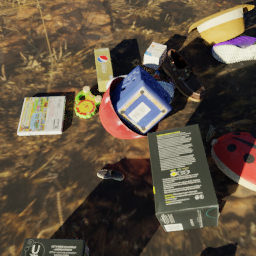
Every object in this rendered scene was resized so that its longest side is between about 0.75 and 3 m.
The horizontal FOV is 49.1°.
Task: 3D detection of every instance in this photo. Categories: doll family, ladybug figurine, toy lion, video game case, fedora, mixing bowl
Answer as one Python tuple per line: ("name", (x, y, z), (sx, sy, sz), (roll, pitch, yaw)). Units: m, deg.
("doll family", (1.403, -1.784, 11.482), (1.115, 0.503, 0.692), (25, 43, -13))
("ladybug figurine", (4.074, 0.972, 8.991), (2.830, 1.018, 1.921), (22, 54, 13))
("toy lion", (-1.630, -0.949, 10.932), (1.123, 0.402, 1.172), (-41, 63, -17))
("video game case", (-3.242, -0.493, 10.662), (1.589, 0.200, 1.746), (-2, 54, -2))
("fedora", (4.270, -4.528, 12.689), (2.960, 2.960, 1.207), (-21, 98, -15))
("mixing bowl", (-0.143, -0.499, 9.748), (2.289, 1.240, 2.289), (27, 48, -34))

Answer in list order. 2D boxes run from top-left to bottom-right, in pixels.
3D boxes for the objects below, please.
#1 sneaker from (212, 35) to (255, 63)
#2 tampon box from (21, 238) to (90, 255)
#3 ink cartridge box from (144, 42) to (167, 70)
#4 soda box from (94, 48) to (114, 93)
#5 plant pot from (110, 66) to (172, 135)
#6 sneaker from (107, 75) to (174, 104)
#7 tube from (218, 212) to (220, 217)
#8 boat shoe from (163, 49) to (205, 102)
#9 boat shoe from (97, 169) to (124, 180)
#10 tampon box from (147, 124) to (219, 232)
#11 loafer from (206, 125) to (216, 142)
("sneaker", (4.877, -3.683, 12.680), (2.545, 0.885, 1.266), (-4, 49, -9))
("tampon box", (-1.819, 3.863, 6.739), (1.517, 1.278, 2.024), (2, 53, 1))
("ink cartridge box", (1.203, -3.178, 12.344), (0.688, 0.676, 0.935), (22, 56, 15))
("soda box", (-1.003, -2.455, 11.803), (0.651, 0.688, 2.032), (-6, 54, -5))
("plant pot", (0.404, -0.821, 9.251), (1.630, 1.630, 1.465), (-42, 22, 18))
("sneaker", (0.480, -1.415, 10.782), (2.652, 0.969, 0.939), (3, 36, 1))
("tube", (2.377, 2.480, 8.467), (0.760, 0.197, 0.220), (23, 18, 22))
("boat shoe", (2.272, -2.195, 11.427), (0.902, 0.901, 2.563), (-15, 56, -31))
("boat shoe", (-0.567, 1.489, 9.124), (0.895, 0.290, 0.322), (11, 54, 8))
("tampon box", (1.520, 1.433, 7.921), (1.510, 1.792, 2.392), (-11, 53, 10))
("loafer", (2.992, 0.204, 10.085), (0.254, 0.287, 0.755), (16, 55, 18))
